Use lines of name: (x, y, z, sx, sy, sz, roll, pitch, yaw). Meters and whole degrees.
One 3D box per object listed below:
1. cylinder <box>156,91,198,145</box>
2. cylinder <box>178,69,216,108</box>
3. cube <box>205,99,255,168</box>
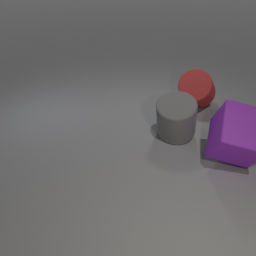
cylinder: (1.723, -0.351, 9.979, 1.400, 1.400, 1.400, -4, 49, 5)
cylinder: (2.995, -1.686, 12.109, 1.400, 1.400, 1.400, 15, 0, 24)
cube: (3.297, 0.205, 8.423, 1.400, 1.400, 1.400, 15, 66, 2)
